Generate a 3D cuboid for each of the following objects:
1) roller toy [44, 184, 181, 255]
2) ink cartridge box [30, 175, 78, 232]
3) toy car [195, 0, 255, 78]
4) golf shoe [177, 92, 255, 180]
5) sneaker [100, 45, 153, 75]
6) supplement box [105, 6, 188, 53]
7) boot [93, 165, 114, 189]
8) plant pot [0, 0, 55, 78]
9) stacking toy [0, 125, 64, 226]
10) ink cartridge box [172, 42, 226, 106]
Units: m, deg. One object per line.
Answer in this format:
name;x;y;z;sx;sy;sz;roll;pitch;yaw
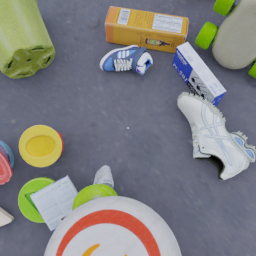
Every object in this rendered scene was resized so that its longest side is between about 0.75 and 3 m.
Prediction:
roller toy;-0.224;3.004;6.039;2.736;2.096;2.999;17;72;16
ink cartridge box;-1.727;1.891;7.045;1.057;0.215;1.059;-28;95;0
toy car;3.930;-3.333;9.057;2.360;2.267;2.873;32;43;8
golf shoe;2.161;0.197;7.814;1.338;1.077;2.752;-39;72;-8
sneaker;0.012;-2.005;8.761;1.535;0.619;1.124;-27;51;-16
supplement box;0.604;-3.226;9.240;2.625;0.873;0.903;12;65;4
boot;-0.717;1.635;7.285;0.517;1.406;0.672;17;32;-17
plant pot;-3.475;-2.899;8.455;2.540;2.540;2.335;-28;82;-11
stacking toy;-2.907;1.287;7.638;2.751;1.162;2.490;-12;95;-2
ink cartridge box;2.103;-1.562;8.539;0.436;0.926;1.970;-27;70;-11
